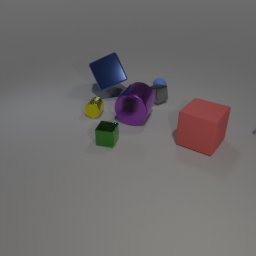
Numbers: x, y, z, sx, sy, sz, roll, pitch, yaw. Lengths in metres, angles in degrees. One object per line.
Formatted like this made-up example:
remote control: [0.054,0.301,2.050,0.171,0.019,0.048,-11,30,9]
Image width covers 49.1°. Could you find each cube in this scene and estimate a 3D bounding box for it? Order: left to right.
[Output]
cube: [-0.767,0.220,10.375,0.700,0.700,0.700,8,32,12]
cube: [-0.927,-2.742,13.711,1.400,1.400,1.400,-24,10,5]
cube: [1.410,-1.640,13.339,0.700,0.700,0.700,-23,28,-29]
cube: [2.717,-0.086,10.178,1.400,1.400,1.400,20,36,30]

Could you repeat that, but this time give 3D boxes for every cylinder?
cylinder: [-1.461,-0.894,12.218,0.700,0.700,0.700,6,32,10]
cylinder: [0.317,-1.041,11.773,1.400,1.400,1.400,10,32,16]

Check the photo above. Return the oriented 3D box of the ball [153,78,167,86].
ball: [1.598,-2.169,14.102,0.700,0.700,0.700,0,31,0]
